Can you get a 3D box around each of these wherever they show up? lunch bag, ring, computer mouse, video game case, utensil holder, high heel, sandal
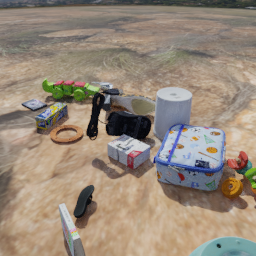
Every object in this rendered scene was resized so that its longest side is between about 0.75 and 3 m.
[{"bbox_3d":[1.984,0.829,8.978,2.128,1.004,2.656,9,30,19],"label":"lunch bag"},{"bbox_3d":[-2.371,0.228,10.856,1.264,0.121,1.264,1,31,0],"label":"ring"},{"bbox_3d":[-0.273,-0.510,10.084,2.625,1.843,0.604,0,16,-30],"label":"computer mouse"},{"bbox_3d":[-4.410,-1.103,13.168,1.030,0.098,0.736,22,37,34],"label":"video game case"},{"bbox_3d":[1.693,-0.546,10.653,1.410,1.659,1.410,0,29,0],"label":"utensil holder"},{"bbox_3d":[0.188,-1.289,12.742,2.675,0.955,1.907,2,24,1],"label":"high heel"},{"bbox_3d":[-1.172,1.991,7.553,0.403,0.257,1.072,-8,35,24],"label":"sandal"}]

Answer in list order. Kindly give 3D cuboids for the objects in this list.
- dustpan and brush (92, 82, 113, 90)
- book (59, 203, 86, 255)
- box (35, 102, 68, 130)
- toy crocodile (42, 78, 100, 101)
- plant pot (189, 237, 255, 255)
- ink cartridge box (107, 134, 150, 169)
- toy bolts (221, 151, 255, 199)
[{"bbox_3d":[-1.383,-2.323,15.047,1.082,0.310,0.755,0,30,1],"label":"dustpan and brush"},{"bbox_3d":[-1.326,2.387,6.503,0.268,0.746,1.116,-16,33,-23],"label":"book"},{"bbox_3d":[-3.183,-0.530,11.770,0.544,0.499,1.553,12,32,19],"label":"box"},{"bbox_3d":[-2.828,-1.968,13.868,2.854,0.881,0.964,6,31,9],"label":"toy crocodile"},{"bbox_3d":[1.732,2.917,4.592,2.191,1.759,2.191,0,31,0],"label":"plant pot"},{"bbox_3d":[0.019,0.772,9.511,1.218,0.505,0.894,23,37,34],"label":"ink cartridge box"},{"bbox_3d":[3.435,1.538,8.216,1.325,0.962,1.387,-34,34,22],"label":"toy bolts"}]
